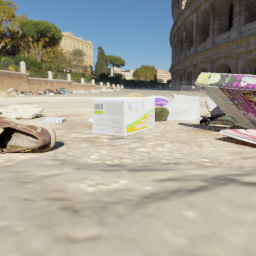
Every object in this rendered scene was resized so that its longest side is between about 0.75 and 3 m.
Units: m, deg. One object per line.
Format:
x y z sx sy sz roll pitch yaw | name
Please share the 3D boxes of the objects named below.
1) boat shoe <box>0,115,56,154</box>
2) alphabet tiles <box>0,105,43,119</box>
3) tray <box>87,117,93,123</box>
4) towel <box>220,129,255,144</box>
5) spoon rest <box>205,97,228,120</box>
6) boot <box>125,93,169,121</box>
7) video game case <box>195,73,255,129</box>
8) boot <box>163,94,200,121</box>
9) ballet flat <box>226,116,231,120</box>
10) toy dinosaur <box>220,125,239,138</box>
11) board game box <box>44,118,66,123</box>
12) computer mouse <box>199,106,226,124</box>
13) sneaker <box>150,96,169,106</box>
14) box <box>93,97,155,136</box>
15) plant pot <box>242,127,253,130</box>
-2.864 0.179 6.379 2.328 0.840 0.838 8 8 10 | boat shoe
-5.813 -0.745 13.967 2.863 0.209 2.800 1 18 10 | alphabet tiles
-0.944 -0.401 12.636 1.630 0.181 0.875 -3 10 -23 | tray
3.556 0.195 7.540 1.775 0.202 1.278 -1 12 -32 | towel
4.295 -0.813 12.240 1.461 0.892 2.941 38 7 -10 | spoon rest
0.807 -1.052 12.903 1.770 0.668 2.021 -4 30 -7 | boot
3.539 -0.637 8.007 2.607 0.467 2.363 34 -7 -32 | video game case
2.058 -1.000 13.065 2.574 1.230 0.947 1 8 9 | boot
4.139 -0.352 10.610 0.850 0.291 0.289 26 37 -17 | ballet flat
3.115 0.173 8.297 0.756 0.386 0.513 -11 -23 34 | toy dinosaur
-3.180 -0.339 12.242 0.766 0.158 0.764 0 8 3 | board game box
3.828 -0.803 10.576 1.584 0.603 2.287 -28 -15 -27 | computer mouse
0.957 -0.888 14.212 2.730 1.101 1.139 -13 27 -21 | sneaker
-0.067 -0.470 9.653 1.257 1.132 2.234 4 9 29 | box
4.860 -0.447 9.684 1.666 1.177 1.178 -7 1 45 | plant pot
